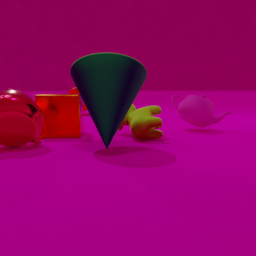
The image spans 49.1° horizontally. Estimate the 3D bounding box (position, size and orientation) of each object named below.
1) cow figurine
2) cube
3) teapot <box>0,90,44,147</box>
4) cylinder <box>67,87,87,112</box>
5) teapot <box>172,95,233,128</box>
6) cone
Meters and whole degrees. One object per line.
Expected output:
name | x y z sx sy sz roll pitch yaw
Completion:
cow figurine | 0.147 -0.136 5.740 1.108 0.618 1.126 -5 26 8
cube | -1.426 -0.282 5.986 0.873 0.873 0.873 -1 8 -4
teapot | -1.965 -0.240 4.679 1.000 1.609 0.788 -29 44 6
cylinder | -1.703 -1.158 10.743 0.930 0.930 0.930 -24 9 4
teapot | 1.706 -0.436 6.654 1.447 0.709 0.900 24 -6 15
cone | -0.310 -0.282 4.338 1.237 1.242 1.237 0 -20 0
